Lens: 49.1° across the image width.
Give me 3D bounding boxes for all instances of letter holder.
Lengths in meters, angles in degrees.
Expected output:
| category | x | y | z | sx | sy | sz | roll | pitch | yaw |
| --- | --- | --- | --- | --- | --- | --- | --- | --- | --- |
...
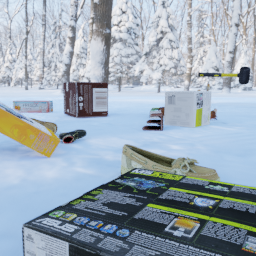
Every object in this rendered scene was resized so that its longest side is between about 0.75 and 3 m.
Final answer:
| category | x | y | z | sx | sy | sz | roll | pitch | yaw |
| --- | --- | --- | --- | --- | --- | --- | --- | --- | --- |
| letter holder | 0.966 | -0.251 | 10.923 | 0.808 | 0.571 | 1.136 | -1 | 8 | 9 |

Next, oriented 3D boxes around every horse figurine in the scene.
| category | x | y | z | sx | sy | sz | roll | pitch | yaw |
| --- | --- | --- | --- | --- | --- | --- | --- | --- | --- |
| horse figurine | 2.858 | -1.018 | 13.478 | 2.963 | 1.963 | 0.739 | -12 | 45 | 0 |

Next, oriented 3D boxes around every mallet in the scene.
| category | x | y | z | sx | sy | sz | roll | pitch | yaw |
| --- | --- | --- | --- | --- | --- | --- | --- | --- | --- |
| mallet | 3.350 | -1.774 | 9.803 | 1.737 | 0.572 | 0.358 | 0 | 33 | 28 |

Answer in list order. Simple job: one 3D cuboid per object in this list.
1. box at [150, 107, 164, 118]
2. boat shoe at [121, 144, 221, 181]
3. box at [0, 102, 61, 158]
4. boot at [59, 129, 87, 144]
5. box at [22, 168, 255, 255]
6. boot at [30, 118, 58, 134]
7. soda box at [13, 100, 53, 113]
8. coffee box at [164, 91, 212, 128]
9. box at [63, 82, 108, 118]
| category | x | y | z | sx | sy | sz | roll | pitch | yaw |
| --- | --- | --- | --- | --- | --- | --- | --- | --- | --- |
| box | 2.125 | -0.840 | 15.417 | 1.751 | 0.441 | 2.426 | 1 | 7 | 7 |
| boat shoe | 0.653 | 0.637 | 4.749 | 1.772 | 0.557 | 0.646 | 6 | 10 | 35 |
| box | -2.986 | -0.279 | 6.557 | 2.712 | 0.563 | 1.615 | 31 | -4 | -23 |
| boot | -1.584 | 0.266 | 8.272 | 0.849 | 0.307 | 0.642 | -9 | 13 | -19 |
| box | 0.460 | 0.970 | 2.761 | 2.101 | 0.499 | 2.029 | 4 | 7 | 30 |
| boot | -3.025 | 0.070 | 8.689 | 1.542 | 0.582 | 1.761 | -1 | 9 | -4 |
| soda box | -6.128 | -1.396 | 18.121 | 2.433 | 0.773 | 0.832 | 2 | 9 | 9 |
| coffee box | 2.538 | -0.847 | 11.880 | 1.449 | 1.451 | 1.435 | 8 | 11 | 44 |
| box | -2.397 | -1.627 | 15.718 | 1.875 | 1.894 | 2.283 | -5 | 9 | -29 |
